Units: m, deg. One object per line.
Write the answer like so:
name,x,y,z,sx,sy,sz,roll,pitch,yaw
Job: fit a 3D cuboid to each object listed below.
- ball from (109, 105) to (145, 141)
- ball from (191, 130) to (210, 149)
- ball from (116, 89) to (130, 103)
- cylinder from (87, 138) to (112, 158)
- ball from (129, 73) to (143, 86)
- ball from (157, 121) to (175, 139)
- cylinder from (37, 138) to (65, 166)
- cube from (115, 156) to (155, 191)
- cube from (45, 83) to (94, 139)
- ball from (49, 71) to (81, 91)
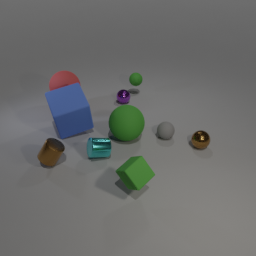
ball,-0.052,-0.199,10.855,1.400,1.400,1.400,0,30,0
ball,2.732,0.436,10.517,0.700,0.700,0.700,0,30,0
ball,-0.226,-1.573,13.953,0.700,0.700,0.700,0,30,0
cylinder,-1.031,0.691,9.912,0.700,0.700,0.700,2,27,-26
ball,0.409,-2.542,14.640,0.700,0.700,0.700,0,30,0
ball,1.500,0.089,11.109,0.700,0.700,0.700,0,30,0
cylinder,-2.615,0.816,9.536,0.700,0.700,0.700,30,22,-14
cube,0.203,1.293,8.065,0.700,0.700,0.700,-39,9,-25
cube,-2.311,-0.685,11.143,1.400,1.400,1.400,-20,54,-13
ball,-2.868,-1.902,12.759,1.400,1.400,1.400,0,30,0
